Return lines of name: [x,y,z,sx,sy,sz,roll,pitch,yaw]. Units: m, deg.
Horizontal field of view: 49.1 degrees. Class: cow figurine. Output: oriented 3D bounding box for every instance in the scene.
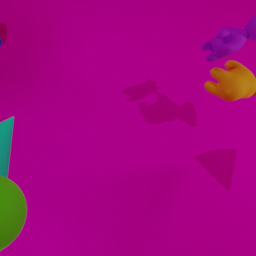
cow figurine: [2.699,-0.918,6.363,1.486,0.829,1.510,40,45,26]
cow figurine: [2.235,-1.830,5.770,1.117,1.136,0.623,-20,87,-24]

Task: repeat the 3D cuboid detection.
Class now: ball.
ball: [-2.232,1.337,4.367,1.232,1.232,1.232,0,75,0]

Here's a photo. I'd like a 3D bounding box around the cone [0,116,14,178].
cone: [-2.770,0.351,5.742,1.495,1.495,1.500,22,62,6]
